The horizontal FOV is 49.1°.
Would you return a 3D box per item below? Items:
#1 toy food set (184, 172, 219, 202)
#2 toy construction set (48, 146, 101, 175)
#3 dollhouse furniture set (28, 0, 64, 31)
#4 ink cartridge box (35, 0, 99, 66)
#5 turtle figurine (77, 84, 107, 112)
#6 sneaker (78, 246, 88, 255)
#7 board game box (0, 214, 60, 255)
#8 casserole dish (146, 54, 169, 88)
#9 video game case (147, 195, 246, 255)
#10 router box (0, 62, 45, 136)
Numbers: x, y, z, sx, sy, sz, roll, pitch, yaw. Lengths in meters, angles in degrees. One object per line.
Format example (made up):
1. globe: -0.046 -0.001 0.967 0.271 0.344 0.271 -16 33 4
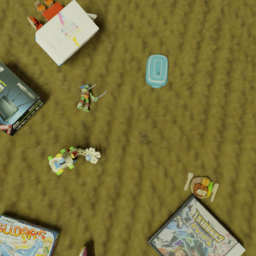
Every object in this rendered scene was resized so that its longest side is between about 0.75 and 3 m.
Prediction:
1. toy food set: 2.664 2.129 10.115 1.151 0.231 0.795 21 78 5
2. toy construction set: -1.931 1.025 9.731 1.241 1.893 0.872 -28 77 39
3. dollhouse furniture set: -3.275 -4.562 11.387 1.458 0.759 1.474 -43 81 -9
4. ink cartridge box: -2.236 -3.635 10.645 2.149 1.382 1.346 -46 107 -10
5. turtle figurine: -1.471 -1.159 10.621 1.039 0.748 1.008 13 81 7
6. sneaker: -1.387 4.829 9.351 0.758 0.630 1.681 10 83 -6
7. board game box: -3.654 4.013 9.598 2.228 0.384 1.508 15 77 3
8. casserole dish: 1.172 -2.317 11.123 0.886 0.284 1.463 5 78 1
9. video game case: 2.342 4.035 9.629 2.278 0.321 2.521 -43 81 -9
10. router box: -4.671 -1.153 10.603 2.426 0.754 1.818 40 80 8
